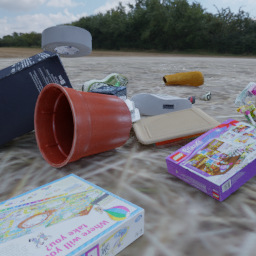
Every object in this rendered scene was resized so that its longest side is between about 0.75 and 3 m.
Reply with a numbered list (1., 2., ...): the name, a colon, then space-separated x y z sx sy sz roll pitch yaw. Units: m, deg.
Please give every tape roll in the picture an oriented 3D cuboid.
1. tape roll: -2.089 -2.914 9.601 1.678 0.554 1.678 -2 -3 0

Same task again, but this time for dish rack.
1. dish rack: -0.947 -0.508 8.590 2.547 0.554 2.186 -8 14 2

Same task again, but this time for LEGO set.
1. LEGO set: 3.824 -0.039 7.098 2.587 1.190 0.963 25 31 -10

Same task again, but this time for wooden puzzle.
1. wooden puzzle: 1.255 -0.048 7.661 2.220 0.413 2.054 -8 17 -2

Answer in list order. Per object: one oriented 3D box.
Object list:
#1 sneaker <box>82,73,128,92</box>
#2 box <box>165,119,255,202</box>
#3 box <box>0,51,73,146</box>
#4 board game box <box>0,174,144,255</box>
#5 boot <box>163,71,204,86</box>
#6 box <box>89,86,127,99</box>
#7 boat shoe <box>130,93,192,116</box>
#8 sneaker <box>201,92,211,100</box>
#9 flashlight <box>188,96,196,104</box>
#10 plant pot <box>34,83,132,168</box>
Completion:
1. sneaker: -0.769 -1.760 12.847 1.203 1.044 2.714 25 35 34
2. box: 1.890 0.496 5.398 1.948 0.381 1.333 -27 28 -24
3. box: -2.951 -0.922 7.647 2.570 1.469 2.823 -26 23 -12
4. board game box: -1.152 1.351 3.422 1.585 0.403 2.357 15 23 41
5. boot: 3.117 -2.771 16.211 1.802 0.886 2.517 -9 14 -12
6. box: -0.754 -1.160 10.916 1.055 0.761 1.421 6 18 18
7. boat shoe: 1.161 -0.874 10.039 2.180 0.784 0.716 0 11 0
8. sneaker: 3.523 -1.448 12.655 0.385 0.334 0.868 1 13 30
9. flashlight: 2.349 -1.180 11.736 0.924 0.314 0.313 1 20 -1
10. plant pot: -0.929 -0.091 6.277 1.677 1.724 1.724 -4 16 -43
